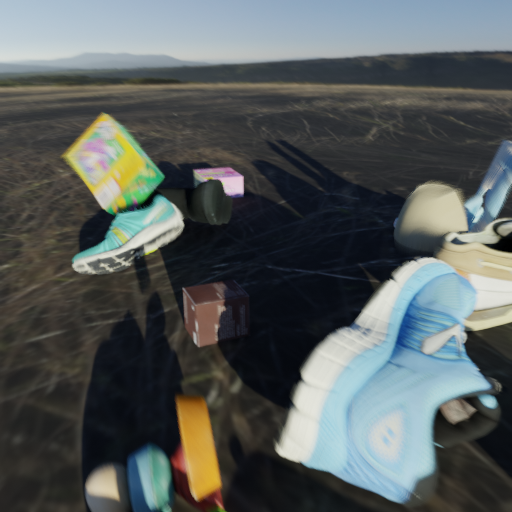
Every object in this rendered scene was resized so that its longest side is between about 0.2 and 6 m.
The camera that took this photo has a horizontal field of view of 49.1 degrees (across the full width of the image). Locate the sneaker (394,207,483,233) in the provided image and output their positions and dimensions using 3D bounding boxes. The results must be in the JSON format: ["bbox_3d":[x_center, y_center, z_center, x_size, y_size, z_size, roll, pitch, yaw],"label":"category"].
[{"bbox_3d":[3.531,-0.758,10.806,1.679,0.688,0.621,3,20,7],"label":"sneaker"}]

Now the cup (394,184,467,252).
[{"bbox_3d":[2.635,-0.627,8.395,1.078,0.771,1.078,-3,26,1],"label":"cup"}]

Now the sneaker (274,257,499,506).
[{"bbox_3d":[1.593,1.183,5.475,1.524,1.328,3.388,30,37,22],"label":"sneaker"}]

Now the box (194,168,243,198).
[{"bbox_3d":[-0.936,-1.773,13.699,0.954,0.525,1.085,-7,22,-17],"label":"box"}]

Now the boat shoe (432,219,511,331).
[{"bbox_3d":[3.806,0.079,7.919,3.402,1.164,1.271,-13,24,-31],"label":"boat shoe"}]

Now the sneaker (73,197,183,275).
[{"bbox_3d":[-2.023,-0.282,8.723,1.807,0.720,0.700,-29,-17,-9],"label":"sneaker"}]

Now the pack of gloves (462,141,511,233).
[{"bbox_3d":[3.546,-0.887,9.061,0.430,2.179,1.830,26,16,7],"label":"pack of gloves"}]

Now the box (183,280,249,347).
[{"bbox_3d":[-0.506,0.709,7.092,0.705,0.585,0.579,-8,22,-21],"label":"box"}]

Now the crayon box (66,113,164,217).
[{"bbox_3d":[-2.620,-1.660,10.284,1.876,1.114,0.547,49,7,35],"label":"crayon box"}]

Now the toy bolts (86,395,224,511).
[{"bbox_3d":[-0.769,1.639,3.903,1.013,1.395,1.460,-10,4,-9],"label":"toy bolts"}]

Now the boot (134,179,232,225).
[{"bbox_3d":[-1.483,-1.028,10.691,1.802,0.814,2.200,5,-1,5],"label":"boot"}]
